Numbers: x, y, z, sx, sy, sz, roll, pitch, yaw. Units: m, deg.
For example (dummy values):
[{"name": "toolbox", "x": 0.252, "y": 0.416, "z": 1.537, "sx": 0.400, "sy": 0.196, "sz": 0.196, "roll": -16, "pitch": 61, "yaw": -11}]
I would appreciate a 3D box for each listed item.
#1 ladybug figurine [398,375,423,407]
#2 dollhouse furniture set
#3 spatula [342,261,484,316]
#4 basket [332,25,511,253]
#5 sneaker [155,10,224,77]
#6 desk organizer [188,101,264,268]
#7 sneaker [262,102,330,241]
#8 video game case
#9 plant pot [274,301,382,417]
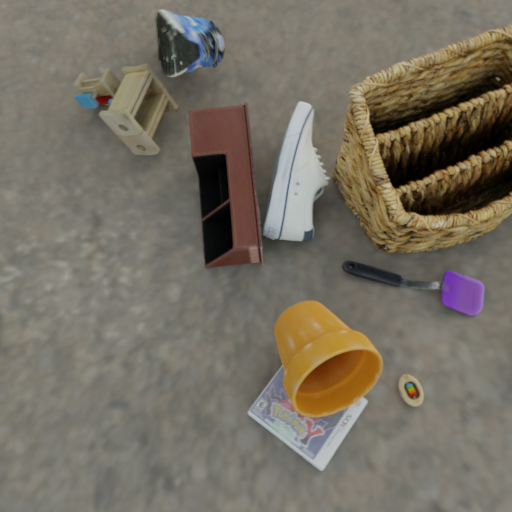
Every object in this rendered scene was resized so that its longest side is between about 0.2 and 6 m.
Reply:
[{"name": "ladybug figurine", "x": 2.472, "y": 2.166, "z": 8.993, "sx": 0.361, "sy": 0.191, "sz": 0.532, "roll": -14, "pitch": 65, "yaw": -7}, {"name": "dollhouse furniture set", "x": -2.702, "y": -2.813, "z": 11.059, "sx": 1.740, "sy": 1.219, "sz": 1.226, "roll": 3, "pitch": 62, "yaw": 29}, {"name": "spatula", "x": 2.737, "y": 0.469, "z": 9.788, "sx": 2.524, "sy": 0.259, "sz": 0.713, "roll": 12, "pitch": 64, "yaw": 6}, {"name": "basket", "x": 3.406, "y": -1.773, "z": 9.572, "sx": 3.536, "sy": 2.634, "sz": 2.524, "roll": -21, "pitch": 66, "yaw": -11}, {"name": "sneaker", "x": -1.262, "y": -4.263, "z": 11.034, "sx": 1.337, "sy": 1.178, "sz": 2.999, "roll": -6, "pitch": 28, "yaw": -9}, {"name": "desk organizer", "x": -0.535, "y": -1.241, "z": 10.001, "sx": 1.071, "sy": 0.997, "sz": 2.781, "roll": -6, "pitch": 73, "yaw": 1}, {"name": "sneaker", "x": 0.846, "y": -1.527, "z": 10.466, "sx": 1.004, "sy": 1.036, "sz": 2.836, "roll": 14, "pitch": 73, "yaw": -5}, {"name": "video game case", "x": 0.819, "y": 2.404, "z": 8.892, "sx": 1.439, "sy": 0.165, "sz": 1.311, "roll": 34, "pitch": 68, "yaw": 15}, {"name": "plant pot", "x": 0.950, "y": 1.463, "z": 8.585, "sx": 1.470, "sy": 1.470, "sz": 1.346, "roll": -21, "pitch": 43, "yaw": -10}]
